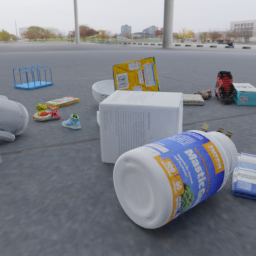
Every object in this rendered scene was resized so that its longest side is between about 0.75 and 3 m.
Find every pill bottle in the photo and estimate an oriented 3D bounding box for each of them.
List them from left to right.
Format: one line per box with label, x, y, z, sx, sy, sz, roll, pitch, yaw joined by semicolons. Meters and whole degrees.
pill bottle;1.043;0.800;5.358;2.427;1.360;1.360;-16;25;-38

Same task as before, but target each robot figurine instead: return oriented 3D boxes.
robot figurine;-3.919;-0.364;8.614;1.099;1.650;1.946;-31;-27;27

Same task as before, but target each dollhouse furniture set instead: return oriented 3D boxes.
dollhouse furniture set;2.464;0.348;8.110;0.879;0.584;0.771;28;36;16

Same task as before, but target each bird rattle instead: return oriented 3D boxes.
bird rattle;-3.127;-0.478;10.650;1.017;0.573;0.830;21;37;18

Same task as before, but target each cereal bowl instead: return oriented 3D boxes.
cereal bowl;-0.564;-1.424;12.316;2.028;0.844;2.028;4;28;-2

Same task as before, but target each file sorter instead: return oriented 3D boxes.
file sorter;-5.674;-3.051;16.722;1.323;1.169;1.906;11;22;30

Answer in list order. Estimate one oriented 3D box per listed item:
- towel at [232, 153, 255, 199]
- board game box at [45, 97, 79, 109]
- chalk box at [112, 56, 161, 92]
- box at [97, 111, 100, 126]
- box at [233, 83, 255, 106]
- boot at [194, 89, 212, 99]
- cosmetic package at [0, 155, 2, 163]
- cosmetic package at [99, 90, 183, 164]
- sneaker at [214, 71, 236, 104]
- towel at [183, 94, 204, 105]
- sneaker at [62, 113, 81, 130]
towel;3.049;1.105;6.244;1.371;0.222;1.866;10;23;20
board game box;-3.037;-1.159;12.774;0.745;0.234;1.560;12;25;33
chalk box;0.460;-1.118;9.777;1.428;1.438;2.304;-10;-24;9
box;-0.652;-0.300;9.953;0.787;0.431;0.891;-3;20;-14
box;5.629;-1.684;13.619;1.017;0.607;2.472;3;19;9
boot;3.753;-1.718;14.078;0.838;0.402;1.146;3;19;13
cosmetic package;-4.473;0.419;7.524;2.606;0.660;1.076;18;25;42
cosmetic package;0.422;-0.043;7.388;1.944;1.604;1.603;4;20;13
sneaker;4.695;-1.778;13.610;0.818;1.131;2.314;5;43;9
towel;2.637;-1.338;13.147;1.746;0.301;1.157;3;21;7
sneaker;-1.974;-0.279;9.715;0.820;0.536;0.326;11;23;31
